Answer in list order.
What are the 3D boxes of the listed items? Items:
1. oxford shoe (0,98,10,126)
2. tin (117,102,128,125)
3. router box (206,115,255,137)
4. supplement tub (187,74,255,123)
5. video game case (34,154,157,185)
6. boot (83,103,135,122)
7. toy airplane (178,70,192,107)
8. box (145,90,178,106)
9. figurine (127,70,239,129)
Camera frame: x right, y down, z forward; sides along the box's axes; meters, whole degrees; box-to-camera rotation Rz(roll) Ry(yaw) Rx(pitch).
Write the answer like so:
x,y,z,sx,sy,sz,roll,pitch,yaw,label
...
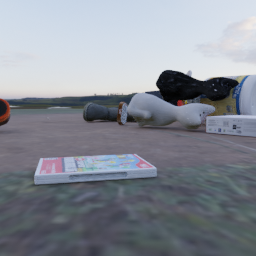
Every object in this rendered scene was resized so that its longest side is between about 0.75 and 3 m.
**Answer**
x,y,z,sx,sy,sz,roll,pitch,yaw,label
-4.734,-0.163,7.792,2.751,0.979,0.998,-6,-23,-22,oxford shoe
-0.205,-0.571,10.948,0.194,0.926,0.519,2,-14,24,tin
3.447,-0.082,7.735,1.720,0.468,1.916,-4,7,-43,router box
3.750,-1.027,10.603,1.864,1.864,2.577,-4,7,-40,supplement tub
-0.415,0.469,3.388,1.298,0.113,0.928,-1,5,-14,video game case
-0.424,-0.635,12.842,2.622,0.951,2.384,10,10,24,boot
3.144,-1.921,14.176,2.611,2.600,1.843,-30,-7,-32,toy airplane
2.724,-1.351,16.183,2.945,1.577,2.186,-3,6,-29,box
1.861,-0.945,9.442,2.804,1.237,2.873,9,41,42,figurine
